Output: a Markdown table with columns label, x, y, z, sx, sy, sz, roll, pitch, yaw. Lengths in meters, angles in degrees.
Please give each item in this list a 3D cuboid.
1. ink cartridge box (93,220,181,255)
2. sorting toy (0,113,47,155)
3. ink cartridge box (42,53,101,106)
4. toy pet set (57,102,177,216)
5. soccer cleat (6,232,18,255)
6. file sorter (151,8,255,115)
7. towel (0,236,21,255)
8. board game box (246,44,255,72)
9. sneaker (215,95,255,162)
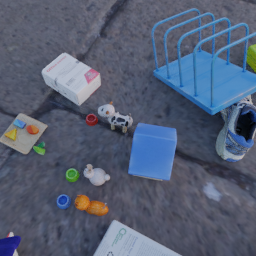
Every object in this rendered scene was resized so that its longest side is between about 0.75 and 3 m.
| label | x | y | z | sx | sy | sz | roll | pitch | yaw |
| --- | --- | --- | --- | --- | --- | --- | --- | --- | --- |
| ink cartridge box | 0.220 | 3.704 | 5.599 | 2.740 | 0.593 | 2.690 | 22 | 61 | 20 |
| sorting toy | -2.837 | 0.213 | 8.050 | 1.472 | 0.217 | 1.088 | 24 | 62 | 14 |
| ink cartridge box | -1.779 | -1.572 | 8.879 | 1.498 | 0.620 | 1.098 | 33 | 65 | 18 |
| toy pet set | -0.248 | 0.642 | 7.030 | 2.690 | 1.530 | 2.881 | 9 | 60 | 6 |
| soccer cleat | -2.599 | 2.998 | 6.301 | 0.525 | 0.423 | 1.233 | 1 | 62 | -9 |
| file sorter | 2.217 | -2.101 | 8.043 | 1.981 | 1.752 | 2.855 | -26 | 41 | -15 |
| towel | -2.417 | 2.330 | 5.159 | 0.678 | 0.918 | 0.227 | -4 | 98 | -7 |
| board game box | 5.027 | -1.785 | 9.025 | 1.249 | 0.585 | 2.459 | -19 | 61 | -11 |
| sneaker | 3.219 | -0.370 | 7.796 | 1.008 | 1.115 | 2.617 | 17 | 62 | -5 |
